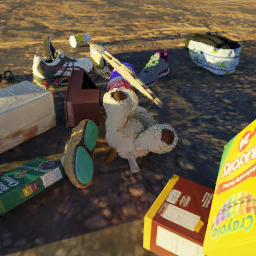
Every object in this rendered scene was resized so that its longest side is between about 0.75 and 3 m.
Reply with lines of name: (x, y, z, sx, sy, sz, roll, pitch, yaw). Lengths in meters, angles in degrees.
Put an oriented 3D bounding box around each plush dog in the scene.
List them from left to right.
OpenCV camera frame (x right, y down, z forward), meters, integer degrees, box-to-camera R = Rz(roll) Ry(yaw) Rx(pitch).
plush dog: (0.200, 0.049, 7.468, 2.127, 1.706, 1.827, 38, 27, 7)

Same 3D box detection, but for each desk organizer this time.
desk organizer: (-1.446, -1.080, 9.325, 1.000, 0.932, 2.598, -1, 33, -5)

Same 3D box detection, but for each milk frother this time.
milk frother: (-5.278, -2.172, 11.432, 0.853, 0.819, 0.907, 37, 5, 42)

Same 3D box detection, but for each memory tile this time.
memory tile: (0.165, -1.382, 8.086, 0.167, 1.988, 1.524, -49, 45, 3)

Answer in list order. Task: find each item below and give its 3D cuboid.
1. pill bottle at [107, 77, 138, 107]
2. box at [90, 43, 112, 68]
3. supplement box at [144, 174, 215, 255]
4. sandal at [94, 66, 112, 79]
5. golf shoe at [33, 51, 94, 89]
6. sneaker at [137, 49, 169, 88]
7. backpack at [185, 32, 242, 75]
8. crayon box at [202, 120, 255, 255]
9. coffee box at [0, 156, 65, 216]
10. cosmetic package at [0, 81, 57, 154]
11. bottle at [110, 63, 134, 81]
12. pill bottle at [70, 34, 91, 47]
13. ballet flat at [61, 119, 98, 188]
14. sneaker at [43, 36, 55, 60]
pill bottle: (-0.162, -1.010, 9.277, 0.886, 0.886, 1.579, -6, 34, -10)
box: (-1.282, -3.470, 13.290, 0.565, 0.616, 1.757, -12, 35, -18)
supplement box: (1.148, 1.732, 5.106, 1.284, 0.852, 1.266, 18, 37, 26)
sandal: (-1.000, -2.436, 11.897, 0.459, 0.412, 1.252, -29, 43, -36)
golf shoe: (-2.502, -2.543, 11.356, 1.083, 1.236, 2.807, 26, 40, 35)
sneaker: (0.915, -2.452, 11.331, 0.899, 1.057, 2.415, 18, 37, 25)
backpack: (3.862, -3.314, 12.314, 1.902, 1.793, 2.332, -8, 18, -25)
crayon box: (1.763, 0.960, 3.856, 0.603, 1.508, 2.375, 24, 57, 0)
coffee box: (-2.358, 1.214, 6.088, 1.032, 0.369, 1.679, 10, 30, 45)
cosmetic package: (-3.533, -0.211, 7.778, 1.410, 1.190, 2.727, 28, 42, 33)
bottle: (-0.268, -1.948, 10.943, 0.814, 0.636, 1.949, 7, 34, 7)
pill bottle: (-2.591, -4.845, 15.410, 1.102, 0.613, 0.613, -27, 42, -36)
ballet flat: (-1.246, 0.680, 7.007, 0.775, 0.844, 2.460, -24, 27, 15)
sneaker: (-2.610, -2.678, 9.382, 0.281, 0.783, 0.324, 15, 26, 36)
